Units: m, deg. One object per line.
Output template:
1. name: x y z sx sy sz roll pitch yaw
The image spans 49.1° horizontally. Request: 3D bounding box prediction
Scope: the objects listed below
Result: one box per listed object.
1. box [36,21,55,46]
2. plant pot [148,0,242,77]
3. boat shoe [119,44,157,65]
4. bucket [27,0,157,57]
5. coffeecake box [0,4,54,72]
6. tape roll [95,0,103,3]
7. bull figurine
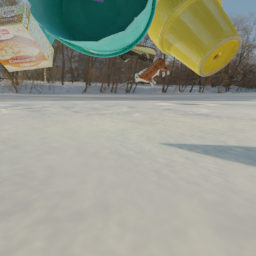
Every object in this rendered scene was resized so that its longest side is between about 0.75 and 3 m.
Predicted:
1. box: -2.779 -3.617 9.515 0.889 2.161 0.531 24 -4 0
2. plant pot: 2.302 -3.111 9.267 2.550 2.399 2.550 -26 -24 -13
3. boat shoe: -0.032 -3.239 11.980 2.503 0.823 0.894 8 14 -8
4. bucket: -0.640 -2.903 6.065 2.691 2.691 1.751 1 4 8
5. coffeecake box: -3.067 -2.388 7.693 1.397 0.665 1.820 -5 -23 7
6. tape roll: -0.615 -3.256 5.361 0.627 1.476 1.476 12 5 -11
7. bull figurine: 0.643 -1.450 7.537 0.946 0.574 0.308 -38 17 17
